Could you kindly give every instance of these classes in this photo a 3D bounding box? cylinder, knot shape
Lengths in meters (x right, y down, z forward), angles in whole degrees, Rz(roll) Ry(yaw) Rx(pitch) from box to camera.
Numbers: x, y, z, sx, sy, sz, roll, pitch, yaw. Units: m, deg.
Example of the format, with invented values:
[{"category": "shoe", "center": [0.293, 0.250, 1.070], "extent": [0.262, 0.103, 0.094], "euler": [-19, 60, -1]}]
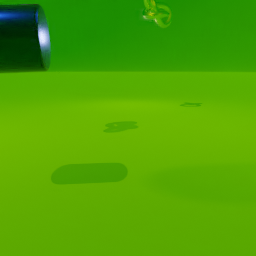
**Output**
[{"category": "cylinder", "center": [-1.493, -1.132, 3.597], "extent": [0.835, 0.835, 0.835], "euler": [-4, 13, -5]}, {"category": "knot shape", "center": [1.083, -4.451, 10.708], "extent": [1.488, 0.688, 1.393], "euler": [37, 36, -12]}]
